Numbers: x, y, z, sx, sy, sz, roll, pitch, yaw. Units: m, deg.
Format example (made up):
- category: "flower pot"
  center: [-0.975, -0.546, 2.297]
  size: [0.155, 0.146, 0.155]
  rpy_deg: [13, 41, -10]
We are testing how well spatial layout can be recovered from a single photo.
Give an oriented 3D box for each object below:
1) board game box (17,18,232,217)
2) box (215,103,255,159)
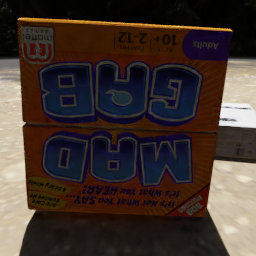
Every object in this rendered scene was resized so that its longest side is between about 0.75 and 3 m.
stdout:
- category: "board game box"
  center: [-0.092, -0.366, 5.103]
  size: [2.718, 2.719, 2.721]
  rpy_deg: [3, 16, 0]
- category: "box"
  center: [2.688, -0.052, 7.631]
  size: [1.523, 0.785, 2.611]
  rpy_deg: [4, 17, 14]
